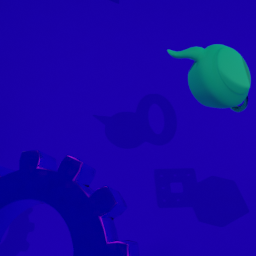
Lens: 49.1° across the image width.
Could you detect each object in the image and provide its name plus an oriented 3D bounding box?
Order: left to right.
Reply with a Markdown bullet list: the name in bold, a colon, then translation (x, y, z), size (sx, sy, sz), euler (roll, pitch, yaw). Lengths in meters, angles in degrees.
- **gear**: translation (-0.844, 1.129, 2.436), size (1.833, 0.339, 1.833), euler (-6, 68, 14)
- **teapot**: translation (1.436, -0.850, 4.742), size (1.737, 0.850, 1.080), euler (38, 58, -18)
